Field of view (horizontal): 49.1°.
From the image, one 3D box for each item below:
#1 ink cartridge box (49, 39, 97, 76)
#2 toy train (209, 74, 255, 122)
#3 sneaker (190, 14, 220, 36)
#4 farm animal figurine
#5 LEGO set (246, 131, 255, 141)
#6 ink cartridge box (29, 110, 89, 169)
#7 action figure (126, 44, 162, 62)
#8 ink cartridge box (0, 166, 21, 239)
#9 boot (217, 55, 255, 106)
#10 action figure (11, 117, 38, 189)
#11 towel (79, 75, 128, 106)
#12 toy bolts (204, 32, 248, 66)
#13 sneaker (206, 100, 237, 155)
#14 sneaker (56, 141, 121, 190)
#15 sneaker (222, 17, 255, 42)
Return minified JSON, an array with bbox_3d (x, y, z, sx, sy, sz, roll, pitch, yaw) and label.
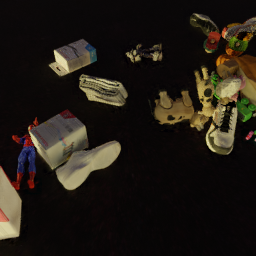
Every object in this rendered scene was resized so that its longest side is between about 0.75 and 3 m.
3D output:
[{"bbox_3d":[-2.436,-3.094,12.220,1.870,0.634,1.085,-32,56,-25],"label":"ink cartridge box"},{"bbox_3d":[3.790,-1.183,10.643,0.699,0.517,2.477,-30,54,-11],"label":"toy train"},{"bbox_3d":[3.994,-5.280,14.136,0.764,0.712,1.926,-19,51,-22],"label":"sneaker"},{"bbox_3d":[2.335,-0.748,8.942,2.218,2.747,1.381,13,60,-45],"label":"farm animal figurine"},{"bbox_3d":[4.517,0.109,9.537,0.959,0.393,0.366,-31,56,-25],"label":"LEGO set"},{"bbox_3d":[-2.159,0.345,8.890,1.433,1.037,1.041,-33,56,-26],"label":"ink cartridge box"},{"bbox_3d":[0.701,-3.357,12.531,1.609,0.558,1.047,-3,54,2],"label":"action figure"},{"bbox_3d":[-4.212,2.021,6.797,2.639,1.933,1.092,-8,49,-7],"label":"ink cartridge box"},{"bbox_3d":[5.072,-1.827,10.865,2.106,1.035,2.941,-21,60,-28],"label":"boot"},{"bbox_3d":[-3.161,0.597,8.675,0.749,1.136,2.295,-4,46,-5],"label":"action figure"},{"bbox_3d":[-0.901,-1.339,10.203,1.595,1.321,0.682,14,84,13],"label":"towel"},{"bbox_3d":[4.123,-3.341,12.453,1.717,1.191,1.640,25,93,8],"label":"toy bolts"},{"bbox_3d":[3.203,-0.181,9.434,0.882,0.957,2.393,11,50,8],"label":"sneaker"},{"bbox_3d":[-1.247,0.922,8.633,2.132,0.802,0.943,-32,44,-24],"label":"sneaker"},{"bbox_3d":[5.796,-4.573,13.461,2.383,0.928,0.979,-19,55,-4],"label":"sneaker"}]
